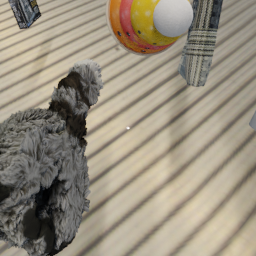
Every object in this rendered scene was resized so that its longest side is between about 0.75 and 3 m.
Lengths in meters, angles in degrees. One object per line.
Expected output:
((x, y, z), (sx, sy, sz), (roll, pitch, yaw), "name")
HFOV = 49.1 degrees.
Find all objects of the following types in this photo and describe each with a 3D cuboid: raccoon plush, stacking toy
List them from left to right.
((-1.381, 0.387, 3.249), (1.836, 1.326, 2.740), (-5, 34, 21), "raccoon plush")
((0.321, -1.280, 3.118), (1.105, 1.105, 1.512), (-5, 23, -4), "stacking toy")

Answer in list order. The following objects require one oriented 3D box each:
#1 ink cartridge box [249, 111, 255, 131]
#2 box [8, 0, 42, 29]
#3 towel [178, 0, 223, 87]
((3.423, -0.970, 4.319), (2.054, 2.836, 1.191), (-25, 55, -19), "ink cartridge box")
((-2.724, -3.212, 7.442), (0.258, 0.819, 1.039), (-3, 38, 11), "box")
((1.326, -2.262, 5.045), (0.496, 2.763, 2.870), (9, 17, 8), "towel")
